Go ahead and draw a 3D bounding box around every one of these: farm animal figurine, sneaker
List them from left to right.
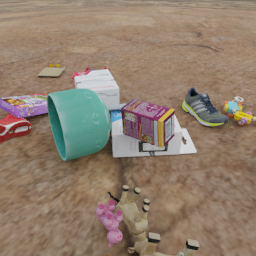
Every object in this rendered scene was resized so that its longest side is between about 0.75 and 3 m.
[{"bbox_3d":[-4.710,-0.015,10.424,1.979,0.775,1.143,-5,22,-31],"label":"sneaker"},{"bbox_3d":[0.302,2.640,5.597,2.602,1.372,2.631,21,28,9],"label":"farm animal figurine"},{"bbox_3d":[3.078,-0.855,11.347,0.896,0.981,2.425,-18,36,-26],"label":"sneaker"}]

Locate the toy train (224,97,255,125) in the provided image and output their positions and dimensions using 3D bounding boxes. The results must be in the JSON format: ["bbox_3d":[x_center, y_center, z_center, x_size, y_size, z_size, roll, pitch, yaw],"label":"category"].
[{"bbox_3d":[4.781,-0.542,11.327,1.483,0.549,1.974,-14,38,-24],"label":"toy train"}]

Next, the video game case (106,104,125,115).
[{"bbox_3d":[-0.515,-0.705,10.743,1.723,0.190,1.568,-4,-3,26],"label":"video game case"}]

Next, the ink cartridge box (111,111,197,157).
[{"bbox_3d":[0.861,0.121,9.801,2.867,0.972,1.663,-2,32,-4],"label":"ink cartridge box"}]

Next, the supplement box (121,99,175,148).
[{"bbox_3d":[0.561,-0.157,7.970,1.399,0.916,0.722,20,42,31],"label":"supplement box"}]

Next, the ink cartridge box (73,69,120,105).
[{"bbox_3d":[-1.470,-1.750,12.757,1.740,0.999,2.395,-8,33,-12],"label":"ink cartridge box"}]

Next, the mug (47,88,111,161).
[{"bbox_3d":[-1.641,-0.296,9.309,1.649,2.191,2.666,-14,35,-22],"label":"mug"}]

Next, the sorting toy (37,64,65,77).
[{"bbox_3d":[-4.258,-3.252,15.945,1.302,0.234,1.748,-1,32,7],"label":"sorting toy"}]

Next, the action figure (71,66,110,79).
[{"bbox_3d":[-2.064,-2.986,15.244,2.180,0.564,0.713,-22,41,-27],"label":"action figure"}]

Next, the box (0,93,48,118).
[{"bbox_3d":[-4.008,-0.989,11.630,1.462,0.418,2.137,23,24,31],"label":"box"}]
